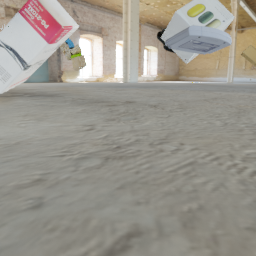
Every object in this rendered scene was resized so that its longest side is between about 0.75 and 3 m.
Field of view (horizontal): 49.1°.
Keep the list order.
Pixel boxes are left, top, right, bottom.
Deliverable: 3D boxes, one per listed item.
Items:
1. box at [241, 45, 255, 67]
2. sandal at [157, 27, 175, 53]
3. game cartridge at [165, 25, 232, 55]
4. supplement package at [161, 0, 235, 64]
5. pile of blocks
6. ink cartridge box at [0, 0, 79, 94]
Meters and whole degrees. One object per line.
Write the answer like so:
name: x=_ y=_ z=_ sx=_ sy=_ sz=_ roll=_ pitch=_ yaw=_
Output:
box: x=2.971 y=-1.502 z=6.290 sx=0.845 sy=0.090 sz=0.691 roll=44 pitch=46 yaw=8
sandal: x=1.795 y=-3.685 z=11.442 sx=0.946 sy=0.602 sz=2.517 roll=9 pitch=31 yaw=-10
game cartridge: x=1.208 y=-1.449 z=4.657 sx=0.999 sy=0.204 sz=0.665 roll=-1 pitch=-2 yaw=-33
supplement package: x=2.423 y=-3.518 z=9.837 sx=1.813 sy=1.376 sz=1.366 roll=-40 pitch=-7 yaw=-25
pile of blocks: x=-2.106 y=-2.843 z=10.391 sx=0.713 sy=1.737 sz=0.540 roll=-39 pitch=-5 yaw=-4
ink cartridge box: x=-2.764 y=-2.314 z=7.793 sx=2.542 sy=1.072 sz=1.840 roll=-39 pitch=14 yaw=16
